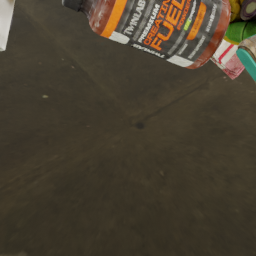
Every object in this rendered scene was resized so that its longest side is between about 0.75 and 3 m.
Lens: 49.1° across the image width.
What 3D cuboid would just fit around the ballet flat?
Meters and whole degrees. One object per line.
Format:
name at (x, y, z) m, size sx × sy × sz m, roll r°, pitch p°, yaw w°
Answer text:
ballet flat at (2.427, -0.827, 4.661) m, size 0.575 × 1.709 × 0.582 m, roll -40°, pitch 26°, yaw -2°

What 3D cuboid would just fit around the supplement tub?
supplement tub at (0.293, -2.126, 4.963) m, size 2.733 × 1.462 × 1.462 m, roll 16°, pitch 49°, yaw -16°

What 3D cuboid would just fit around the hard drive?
hard drive at (-3.254, -3.052, 6.338) m, size 0.288 × 1.422 × 2.155 m, roll 3°, pitch 81°, yaw 31°

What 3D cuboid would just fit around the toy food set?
toy food set at (2.839, -2.407, 5.631) m, size 2.754 × 1.620 × 0.900 m, roll 25°, pitch 24°, yaw 36°

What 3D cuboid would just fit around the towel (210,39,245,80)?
towel at (2.352, -2.555, 7.174) m, size 2.287 × 0.260 × 1.648 m, roll 42°, pitch 71°, yaw -2°
